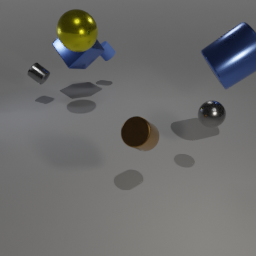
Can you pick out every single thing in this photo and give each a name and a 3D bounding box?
[{"bbox_3d":[-1.106,-3.833,13.961,0.700,0.700,0.700,-29,36,24],"label":"cylinder"},{"bbox_3d":[0.288,0.146,6.402,0.700,0.700,0.700,16,-5,25],"label":"cylinder"},{"bbox_3d":[-1.740,-3.337,9.654,1.400,1.400,1.400,0,29,0],"label":"ball"},{"bbox_3d":[-2.200,-3.623,12.564,1.400,1.400,1.400,55,24,5],"label":"cube"},{"bbox_3d":[2.156,-0.357,7.217,0.700,0.700,0.700,0,29,0],"label":"ball"},{"bbox_3d":[-3.916,-2.387,12.312,0.700,0.700,0.700,37,32,-6],"label":"cylinder"},{"bbox_3d":[3.086,-2.075,8.158,1.400,1.400,1.400,-33,23,19],"label":"cylinder"}]
